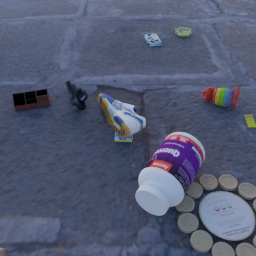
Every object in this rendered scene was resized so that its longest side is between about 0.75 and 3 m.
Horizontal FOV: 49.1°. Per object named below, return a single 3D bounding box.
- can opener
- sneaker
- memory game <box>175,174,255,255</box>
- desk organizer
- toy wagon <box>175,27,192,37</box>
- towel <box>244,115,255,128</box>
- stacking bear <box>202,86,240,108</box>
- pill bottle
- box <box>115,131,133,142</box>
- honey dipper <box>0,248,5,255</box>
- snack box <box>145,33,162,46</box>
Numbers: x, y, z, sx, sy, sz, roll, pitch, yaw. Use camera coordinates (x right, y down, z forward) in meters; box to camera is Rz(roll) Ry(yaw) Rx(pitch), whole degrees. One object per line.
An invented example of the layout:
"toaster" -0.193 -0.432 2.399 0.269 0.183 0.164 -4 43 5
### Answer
"can opener" -2.267 -1.469 12.316 0.859 0.693 2.185 -39 39 0
"sneaker" -0.282 -0.574 10.869 1.122 0.958 2.545 -20 46 -24
"memory game" 2.889 2.553 8.220 3.010 0.192 3.010 0 42 0
"desk organizer" -4.142 -1.208 12.030 1.515 0.583 0.543 -11 44 -12
"toy wagon" 3.447 -5.940 17.448 0.997 0.254 1.285 4 43 4
"towel" 4.977 -0.277 11.412 0.332 0.070 0.771 -1 43 7
"stacking bear" 3.971 -1.384 12.092 1.492 0.906 0.848 12 83 22
"pill bottle" 1.279 1.356 8.564 1.440 1.440 2.560 22 46 22
"box" -0.153 0.146 10.790 0.672 0.263 1.103 1 43 2
"honey dipper" -4.216 3.174 7.467 1.926 0.366 0.366 8 43 13
"snack box" 1.488 -5.269 16.729 0.715 0.228 1.230 -9 43 -9
